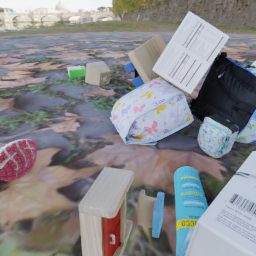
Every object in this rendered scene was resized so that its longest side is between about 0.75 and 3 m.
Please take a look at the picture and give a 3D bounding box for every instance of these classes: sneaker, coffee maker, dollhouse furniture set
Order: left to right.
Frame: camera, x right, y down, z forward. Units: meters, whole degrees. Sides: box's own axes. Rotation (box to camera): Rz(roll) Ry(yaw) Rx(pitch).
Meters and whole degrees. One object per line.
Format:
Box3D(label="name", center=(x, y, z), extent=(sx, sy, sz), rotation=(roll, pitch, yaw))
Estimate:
Box3D(label="sneaker", center=(-3.223, 0.852, 6.572), extent=(0.893, 0.965, 2.393), rotation=(15, 28, 35))
Box3D(label="coffee maker", center=(0.677, -2.655, 13.967), extent=(1.407, 1.465, 0.986), rotation=(-20, 30, -39))
Box3D(label="dollhouse furniture set", center=(0.170, 1.745, 3.216), extent=(1.399, 1.985, 1.391), rotation=(6, 24, 14))

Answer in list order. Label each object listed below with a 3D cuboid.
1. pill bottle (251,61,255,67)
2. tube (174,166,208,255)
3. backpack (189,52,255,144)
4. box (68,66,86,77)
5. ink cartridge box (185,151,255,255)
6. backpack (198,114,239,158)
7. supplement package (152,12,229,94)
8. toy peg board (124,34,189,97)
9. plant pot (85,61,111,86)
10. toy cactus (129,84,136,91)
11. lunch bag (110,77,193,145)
Box3D(label="pill bottle", center=(6.919, -2.495, 13.580), extent=(1.469, 1.469, 2.653), rotation=(4, 24, 9))
Box3D(label="tube", center=(1.263, 1.614, 5.486), extent=(0.837, 0.545, 2.161), rotation=(-1, 29, 4))
Box3D(label="backpack", center=(3.488, -0.761, 8.653), extent=(1.843, 2.295, 2.508), rotation=(14, 24, -25))
Box3D(label="box", center=(-3.096, -3.406, 16.949), extent=(0.986, 0.477, 0.870), rotation=(-7, 26, -14))
Box3D(label="ink cartridge box", center=(2.351, 1.611, 4.365), extent=(1.912, 1.083, 2.608), rotation=(27, 35, 30))
Box3D(label="backpack", center=(2.425, 0.284, 7.747), extent=(0.800, 1.063, 0.943), rotation=(-24, 44, -33))
Box3D(label="supplement package", center=(1.831, -2.162, 8.615), extent=(1.299, 1.825, 2.343), rotation=(34, 13, 3))
Box3D(label="toy peg board", center=(0.968, -1.920, 11.281), extent=(1.365, 2.792, 2.780), rotation=(-22, 16, 37))
Box3D(label="plant pot", center=(-1.525, -2.846, 15.023), extent=(1.102, 1.103, 0.977), rotation=(-21, 43, -39))
Box3D(label="toy cactus", center=(0.638, -1.787, 13.068), extent=(1.580, 0.808, 1.304), rotation=(22, 40, 24))
Box3D(label="lunch bag", center=(0.620, -0.435, 8.947), extent=(2.203, 1.400, 1.868), rotation=(-28, 29, -5))
